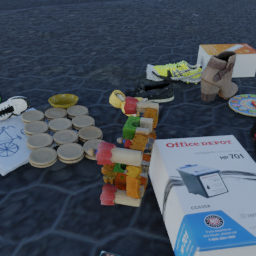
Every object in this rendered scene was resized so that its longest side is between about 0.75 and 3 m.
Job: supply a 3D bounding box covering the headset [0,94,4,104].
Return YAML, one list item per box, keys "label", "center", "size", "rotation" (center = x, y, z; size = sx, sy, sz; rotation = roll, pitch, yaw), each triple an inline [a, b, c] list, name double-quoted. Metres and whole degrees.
- label: "headset"
  center: [-5.587, -1.266, 10.344]
  size: [1.393, 1.060, 2.255]
  rotation: [-29, 55, -36]

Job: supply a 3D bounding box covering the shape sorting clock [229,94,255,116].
- label: "shape sorting clock"
  center: [4.632, -0.885, 10.381]
  size: [1.700, 0.333, 1.700]
  rotation: [0, 33, 0]

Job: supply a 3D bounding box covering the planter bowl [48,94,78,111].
- label: "planter bowl"
  center: [-2.341, -0.853, 10.255]
  size: [1.066, 0.444, 1.066]
  rotation: [0, 29, 0]

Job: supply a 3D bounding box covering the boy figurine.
- label: "boy figurine"
  center: [0.277, -0.779, 9.599]
  size: [1.920, 0.619, 1.194]
  rotation: [24, 39, 18]

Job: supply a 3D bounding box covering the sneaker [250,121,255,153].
- label: "sneaker"
  center: [4.289, 0.289, 8.608]
  size: [0.763, 0.649, 1.760]
  rotation: [16, 42, 4]

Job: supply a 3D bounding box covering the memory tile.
- label: "memory tile"
  center: [-2.005, 0.139, 8.663]
  size: [2.276, 0.249, 2.969]
  rotation: [-9, 35, -21]

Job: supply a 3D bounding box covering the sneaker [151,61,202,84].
- label: "sneaker"
  center: [2.134, -2.541, 12.174]
  size: [2.234, 0.854, 0.842]
  rotation: [5, 37, -7]

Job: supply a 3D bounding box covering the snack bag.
- label: "snack bag"
  center: [-3.359, 0.250, 8.826]
  size: [2.525, 0.287, 2.678]
  rotation: [25, 38, 31]

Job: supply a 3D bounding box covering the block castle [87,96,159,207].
- label: "block castle"
  center: [-0.042, 0.521, 7.107]
  size: [1.249, 1.779, 2.663]
  rotation: [7, 34, 12]

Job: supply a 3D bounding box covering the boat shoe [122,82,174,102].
- label: "boat shoe"
  center: [0.647, -1.403, 10.780]
  size: [2.339, 0.776, 0.874]
  rotation: [-3, 37, -3]

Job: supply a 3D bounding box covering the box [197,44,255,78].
- label: "box"
  center: [4.565, -3.120, 12.978]
  size: [2.319, 1.130, 1.442]
  rotation: [-3, 34, -4]

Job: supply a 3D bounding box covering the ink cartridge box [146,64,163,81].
- label: "ink cartridge box"
  center: [1.505, -2.430, 12.842]
  size: [1.314, 0.310, 1.051]
  rotation: [15, 33, -8]

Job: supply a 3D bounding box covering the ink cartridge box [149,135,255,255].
- label: "ink cartridge box"
  center: [1.820, 1.490, 5.984]
  size: [2.119, 1.243, 2.894]
  rotation: [-4, 36, -9]

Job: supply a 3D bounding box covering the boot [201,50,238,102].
- label: "boot"
  center: [3.659, -2.013, 10.574]
  size: [2.481, 1.814, 0.871]
  rotation: [-22, 45, -37]

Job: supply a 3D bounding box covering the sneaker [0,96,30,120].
- label: "sneaker"
  center: [-4.059, -0.506, 9.108]
  size: [1.771, 0.653, 0.709]
  rotation: [-22, 20, -6]

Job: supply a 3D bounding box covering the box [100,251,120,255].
- label: "box"
  center: [0.086, 2.750, 5.111]
  size: [1.401, 0.344, 0.576]
  rotation: [9, 35, 13]
